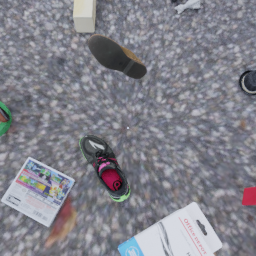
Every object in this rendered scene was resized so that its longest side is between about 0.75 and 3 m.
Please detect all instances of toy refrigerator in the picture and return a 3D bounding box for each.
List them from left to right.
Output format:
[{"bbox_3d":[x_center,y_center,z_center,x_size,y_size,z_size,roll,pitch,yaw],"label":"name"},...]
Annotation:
[{"bbox_3d":[-1.508,-4.387,9.769,0.702,0.762,2.008,0,69,0],"label":"toy refrigerator"}]

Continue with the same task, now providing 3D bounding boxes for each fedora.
[{"bbox_3d":[3.982,-1.507,8.828,0.932,0.426,0.932,0,69,0],"label":"fedora"}]

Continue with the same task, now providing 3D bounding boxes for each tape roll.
[{"bbox_3d":[-4.163,-0.259,8.415,1.226,0.295,1.226,0,69,1],"label":"tape roll"}]

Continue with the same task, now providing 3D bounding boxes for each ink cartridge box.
[{"bbox_3d":[1.112,2.936,6.898,2.399,0.800,1.389,-28,71,-10],"label":"ink cartridge box"}]

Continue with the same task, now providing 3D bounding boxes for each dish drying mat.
[{"bbox_3d":[3.294,1.703,7.046,0.115,1.263,0.485,19,71,-5],"label":"dish drying mat"}]

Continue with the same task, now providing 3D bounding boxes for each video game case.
[{"bbox_3d":[-2.456,1.722,7.713,1.524,0.175,1.389,24,71,10],"label":"video game case"}]

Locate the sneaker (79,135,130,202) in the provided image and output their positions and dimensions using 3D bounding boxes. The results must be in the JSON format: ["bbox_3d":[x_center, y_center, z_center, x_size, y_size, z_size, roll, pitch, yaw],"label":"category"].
[{"bbox_3d":[-0.600,0.981,7.613,0.808,0.882,2.105,-34,73,-12],"label":"sneaker"}]

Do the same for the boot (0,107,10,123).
[{"bbox_3d":[-4.400,-0.111,7.929,1.601,0.582,1.700,34,76,11],"label":"boot"}]

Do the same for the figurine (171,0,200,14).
[{"bbox_3d":[2.024,-4.585,10.094,0.899,0.397,0.921,-21,71,0],"label":"figurine"}]

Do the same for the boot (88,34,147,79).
[{"bbox_3d":[-0.293,-1.784,6.778,0.625,1.697,0.640,-43,44,26],"label":"boot"}]
